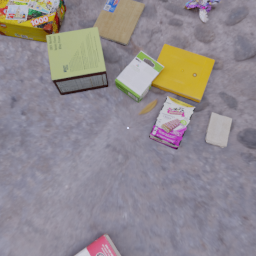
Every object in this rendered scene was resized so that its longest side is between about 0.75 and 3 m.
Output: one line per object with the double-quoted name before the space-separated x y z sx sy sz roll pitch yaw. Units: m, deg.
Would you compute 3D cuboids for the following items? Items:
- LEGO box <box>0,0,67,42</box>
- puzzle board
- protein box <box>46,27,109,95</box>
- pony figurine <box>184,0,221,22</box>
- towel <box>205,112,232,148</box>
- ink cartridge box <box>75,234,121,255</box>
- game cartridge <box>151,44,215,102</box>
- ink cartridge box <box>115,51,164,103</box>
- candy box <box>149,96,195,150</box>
"LEGO box" -4.065 -4.740 11.683 2.487 0.960 1.852 10 72 3
"puzzle board" -0.411 -4.694 12.090 1.673 0.193 2.219 20 72 7
"protein box" -1.911 -2.540 10.772 1.959 1.322 1.945 -11 72 -3
"pony figurine" 3.222 -5.300 11.946 1.372 1.143 1.325 -26 42 -5
"towel" 3.400 0.081 10.518 0.827 0.215 1.249 18 72 4
"ink cartridge box" -1.307 4.935 8.390 2.879 1.214 2.084 -33 75 -10
"game cartridge" 2.144 -2.225 11.223 2.188 0.355 1.929 21 73 9
"ink cartridge box" 0.462 -1.993 10.923 1.197 0.614 1.620 38 79 11
"candy box" 1.648 -0.200 10.439 1.156 0.517 1.695 23 73 8
